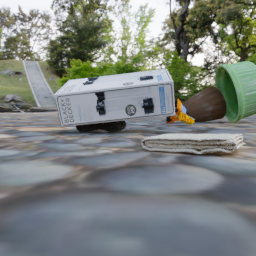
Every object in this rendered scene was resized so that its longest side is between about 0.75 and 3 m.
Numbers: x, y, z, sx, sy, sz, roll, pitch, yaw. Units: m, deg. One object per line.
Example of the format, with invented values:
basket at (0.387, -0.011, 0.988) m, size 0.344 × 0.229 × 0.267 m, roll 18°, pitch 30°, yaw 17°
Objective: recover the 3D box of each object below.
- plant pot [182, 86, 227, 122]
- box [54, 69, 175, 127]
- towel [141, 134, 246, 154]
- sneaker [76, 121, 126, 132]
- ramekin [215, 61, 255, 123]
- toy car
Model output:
plant pot at (2.625, -0.728, 10.224) m, size 1.359 × 1.270 × 1.270 m, roll -19°, pitch 8°, yaw -13°
box at (-0.222, -0.638, 5.604) m, size 2.173 × 0.653 × 1.267 m, roll -6°, pitch 22°, yaw 6°
towel at (0.744, 0.165, 3.147) m, size 1.018 × 0.176 × 0.675 m, roll 0°, pitch 2°, yaw 31°
sneaker at (-0.552, -0.127, 5.822) m, size 1.022 × 0.359 × 0.419 m, roll 1°, pitch 17°, yaw -4°
ramekin at (3.861, -1.295, 9.681) m, size 1.002 × 2.052 × 2.052 m, roll -15°, pitch 3°, yaw 1°
toy car at (1.660, -0.259, 8.924) m, size 0.591 × 0.872 × 1.777 m, roll 21°, pitch 25°, yaw -9°
